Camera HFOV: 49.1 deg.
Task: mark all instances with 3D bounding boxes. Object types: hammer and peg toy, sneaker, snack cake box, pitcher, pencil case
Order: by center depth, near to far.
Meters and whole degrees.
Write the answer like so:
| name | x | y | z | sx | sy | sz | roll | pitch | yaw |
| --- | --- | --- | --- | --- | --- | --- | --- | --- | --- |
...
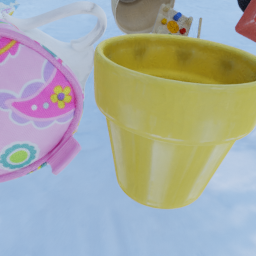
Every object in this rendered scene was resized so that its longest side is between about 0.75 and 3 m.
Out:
| name | x | y | z | sx | sy | sz | roll | pitch | yaw |
| --- | --- | --- | --- | --- | --- | --- | --- | --- | --- |
| pencil case | -1.495 | -0.546 | 3.092 | 1.304 | 1.304 | 2.983 | -20 | 31 | -23 |
| pitcher | -1.895 | -1.471 | 5.229 | 2.759 | 2.367 | 1.672 | -3 | 55 | -35 |
| sneaker | 3.348 | -2.770 | 6.882 | 1.658 | 0.595 | 0.687 | 50 | 23 | 14 |
| snack cake box | -3.407 | -2.965 | 7.107 | 0.726 | 0.424 | 1.262 | -35 | 17 | 30 |
| hammer and peg toy | 1.374 | -2.628 | 7.537 | 1.399 | 0.493 | 1.029 | 22 | 76 | -15 |

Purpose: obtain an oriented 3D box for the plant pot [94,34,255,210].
| name | x | y | z | sx | sy | sz | roll | pitch | yaw |
| --- | --- | --- | --- | --- | --- | --- | --- | --- | --- |
| plant pot | 0.606 | -0.062 | 4.113 | 2.255 | 2.121 | 2.255 | 5 | 30 | -3 |

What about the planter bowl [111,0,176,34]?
| name | x | y | z | sx | sy | sz | roll | pitch | yaw |
| --- | --- | --- | --- | --- | --- | --- | --- | --- | --- |
| planter bowl | 0.301 | -3.963 | 8.470 | 1.920 | 1.920 | 1.292 | -13 | 59 | -16 |

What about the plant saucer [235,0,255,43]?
| name | x | y | z | sx | sy | sz | roll | pitch | yaw |
| --- | --- | --- | --- | --- | --- | --- | --- | --- | --- |
| plant saucer | 3.399 | -2.264 | 5.125 | 2.014 | 2.018 | 0.370 | 32 | 11 | 7 |
